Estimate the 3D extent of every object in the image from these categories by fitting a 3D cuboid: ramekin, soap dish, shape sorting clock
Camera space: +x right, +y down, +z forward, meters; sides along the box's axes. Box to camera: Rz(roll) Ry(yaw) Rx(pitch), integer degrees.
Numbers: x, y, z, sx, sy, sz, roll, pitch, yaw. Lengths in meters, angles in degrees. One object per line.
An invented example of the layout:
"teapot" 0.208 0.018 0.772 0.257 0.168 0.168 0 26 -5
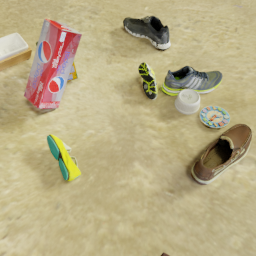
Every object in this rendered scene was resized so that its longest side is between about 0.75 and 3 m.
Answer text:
"ramekin" 2.280 -1.033 10.637 0.968 0.508 0.968 0 54 0
"soap dish" -5.239 -3.294 12.163 1.792 0.728 1.410 -31 60 -20
"shape sorting clock" 3.216 -0.427 10.371 1.113 0.218 1.113 0 54 0

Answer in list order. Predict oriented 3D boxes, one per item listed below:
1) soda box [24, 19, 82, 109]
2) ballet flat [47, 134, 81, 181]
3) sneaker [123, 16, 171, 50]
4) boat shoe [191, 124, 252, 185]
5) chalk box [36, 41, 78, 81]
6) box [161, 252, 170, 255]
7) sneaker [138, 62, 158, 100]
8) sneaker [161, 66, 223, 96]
"soda box" -2.723 -2.188 9.970 1.046 2.989 0.948 37 27 27
"ballet flat" -2.085 0.932 9.224 0.616 0.615 1.839 -12 54 -35
"sneaker" 0.884 -4.717 12.887 2.745 1.242 0.912 37 61 24
"boat shoe" 3.208 0.680 9.034 1.049 1.051 2.841 37 62 24
"chalk box" -2.995 -2.930 11.614 1.214 1.205 1.944 -18 55 -11
"box" 0.785 4.552 6.137 1.486 1.112 2.968 24 56 12
"sneaker" 0.931 -1.872 11.164 0.623 0.615 1.632 10 61 -46
"sneaker" 2.572 -1.927 10.980 2.484 1.005 0.918 -11 55 -8
